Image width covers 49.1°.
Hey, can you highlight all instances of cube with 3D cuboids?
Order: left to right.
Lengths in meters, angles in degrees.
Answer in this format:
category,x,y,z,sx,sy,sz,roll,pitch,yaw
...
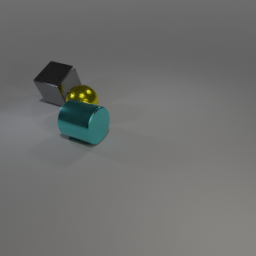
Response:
category,x,y,z,sx,sy,sz,roll,pitch,yaw
cube,-3.170,-2.011,12.907,1.400,1.400,1.400,17,58,23

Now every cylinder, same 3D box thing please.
category,x,y,z,sx,sy,sz,roll,pitch,yaw
cylinder,-1.613,-0.245,10.334,1.400,1.400,1.400,16,34,25

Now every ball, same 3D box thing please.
category,x,y,z,sx,sy,sz,roll,pitch,yaw
ball,-1.946,-1.142,11.923,1.400,1.400,1.400,0,30,0
